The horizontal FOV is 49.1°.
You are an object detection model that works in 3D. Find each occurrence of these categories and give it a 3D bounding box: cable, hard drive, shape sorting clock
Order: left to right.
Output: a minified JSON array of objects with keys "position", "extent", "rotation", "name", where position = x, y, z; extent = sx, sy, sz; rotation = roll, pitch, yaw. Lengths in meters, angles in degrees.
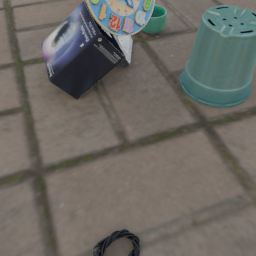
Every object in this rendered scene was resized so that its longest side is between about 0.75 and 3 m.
[{"position":[-0.187,2.723,6.114],"extent":[1.071,0.272,0.874],"rotation":[-22,52,-19],"name":"cable"},{"position":[-0.288,-3.363,10.820],"extent":[0.341,1.259,1.802],"rotation":[-19,43,25],"name":"hard drive"},{"position":[-0.139,-3.733,7.646],"extent":[2.344,2.344,0.460],"rotation":[-31,33,-24],"name":"shape sorting clock"}]

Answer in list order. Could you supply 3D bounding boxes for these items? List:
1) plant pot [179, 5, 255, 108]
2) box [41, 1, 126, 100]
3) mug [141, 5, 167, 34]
[{"position":[3.128,-2.415,9.170],"extent":[2.526,2.474,2.526],"rotation":[0,48,-1],"name":"plant pot"},{"position":[-1.600,-2.582,9.390],"extent":[2.227,1.384,2.245],"rotation":[-39,49,17],"name":"box"},{"position":[0.937,-4.710,12.233],"extent":[1.434,0.887,1.178],"rotation":[20,52,17],"name":"mug"}]
